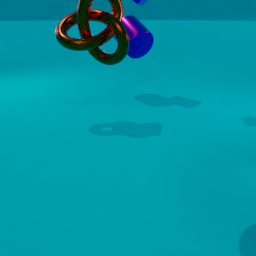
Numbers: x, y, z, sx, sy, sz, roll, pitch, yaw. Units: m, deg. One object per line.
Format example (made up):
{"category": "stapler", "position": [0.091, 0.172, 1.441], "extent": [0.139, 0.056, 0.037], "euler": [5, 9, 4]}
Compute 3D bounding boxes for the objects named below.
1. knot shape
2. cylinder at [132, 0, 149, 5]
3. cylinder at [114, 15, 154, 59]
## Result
{"category": "knot shape", "position": [-0.767, -2.595, 7.588], "extent": [2.066, 1.933, 0.954], "euler": [-39, 8, 4]}
{"category": "cylinder", "position": [0.558, -4.995, 9.756], "extent": [0.967, 0.967, 0.967], "euler": [-22, -4, -42]}
{"category": "cylinder", "position": [0.181, -3.266, 10.073], "extent": [1.114, 1.114, 1.114], "euler": [-14, 54, -30]}
